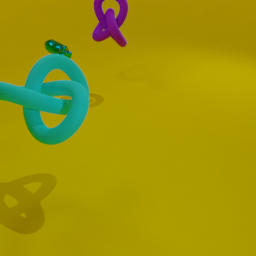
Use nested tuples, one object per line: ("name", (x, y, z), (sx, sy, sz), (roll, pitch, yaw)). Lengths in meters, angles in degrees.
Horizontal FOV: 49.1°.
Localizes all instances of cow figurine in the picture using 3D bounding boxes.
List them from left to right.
("cow figurine", (-2.399, -2.640, 9.510), (1.085, 0.595, 1.067), (30, 14, -3))

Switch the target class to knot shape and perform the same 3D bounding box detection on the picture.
("knot shape", (-1.484, -0.705, 5.531), (2.003, 0.925, 1.874), (26, 46, 13))
("knot shape", (-0.622, -3.834, 9.750), (0.882, 1.787, 1.909), (-16, 38, -31))
